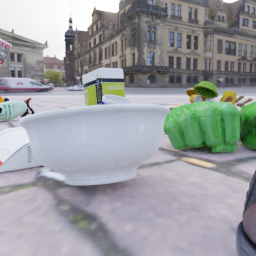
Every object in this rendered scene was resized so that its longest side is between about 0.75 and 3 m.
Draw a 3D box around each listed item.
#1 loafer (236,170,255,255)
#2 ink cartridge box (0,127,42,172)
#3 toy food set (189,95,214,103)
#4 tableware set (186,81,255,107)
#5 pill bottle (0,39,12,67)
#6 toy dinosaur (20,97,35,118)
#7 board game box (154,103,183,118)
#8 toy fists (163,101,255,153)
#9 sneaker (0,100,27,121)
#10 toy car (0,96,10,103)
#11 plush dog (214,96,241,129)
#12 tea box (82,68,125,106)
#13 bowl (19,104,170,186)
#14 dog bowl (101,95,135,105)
[{"bbox_3d":[1.413,0.642,0.805,0.991,0.868,2.757,-3,9,-22],"label":"loafer"},{"bbox_3d":[-2.069,0.304,4.654,2.005,0.474,1.605,-4,9,-37],"label":"ink cartridge box"},{"bbox_3d":[2.437,-0.341,7.785,1.598,0.763,0.719,30,-4,-22],"label":"toy food set"},{"bbox_3d":[2.496,-0.577,8.294,1.852,0.422,2.750,23,-9,4],"label":"tableware set"},{"bbox_3d":[-4.204,-2.331,8.925,0.588,1.033,0.588,27,2,-1],"label":"pill bottle"},{"bbox_3d":[-4.114,-0.786,11.182,0.575,0.764,1.126,-20,-25,-28],"label":"toy dinosaur"},{"bbox_3d":[2.052,-0.806,12.603,1.729,0.442,2.553,-1,9,-10],"label":"board game box"},{"bbox_3d":[2.179,-0.059,5.486,2.983,1.026,1.520,-1,1,3],"label":"toy fists"},{"bbox_3d":[-4.343,-0.569,9.955,1.896,0.698,1.118,-20,14,-41],"label":"sneaker"},{"bbox_3d":[-6.970,-0.895,13.424,2.977,1.460,0.991,-14,43,34],"label":"toy car"},{"bbox_3d":[2.369,-0.159,6.632,0.861,0.921,1.073,-44,21,-22],"label":"plush dog"},{"bbox_3d":[-1.198,-1.799,13.697,1.287,1.895,1.927,-5,1,-34],"label":"tea box"},{"bbox_3d":[-0.355,0.232,3.443,1.798,0.808,1.798,-5,-2,0],"label":"bowl"},{"bbox_3d":[-0.444,-0.950,11.949,1.382,0.544,1.382,12,20,-4],"label":"dog bowl"}]
